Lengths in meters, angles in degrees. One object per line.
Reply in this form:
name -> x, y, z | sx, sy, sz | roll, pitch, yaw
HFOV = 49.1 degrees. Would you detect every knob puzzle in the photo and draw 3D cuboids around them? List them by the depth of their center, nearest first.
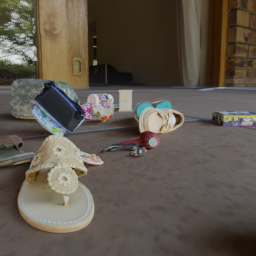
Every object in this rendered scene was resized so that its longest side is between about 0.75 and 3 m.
knob puzzle -> -0.877, 0.594, 5.960 | 0.870, 0.121, 0.870 | 21, 2, -1

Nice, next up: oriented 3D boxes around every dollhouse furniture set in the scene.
dollhouse furniture set -> -0.606, -1.556, 15.432 | 1.605, 1.109, 1.700 | -3, 11, -16

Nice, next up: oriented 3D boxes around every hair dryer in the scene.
hair dryer -> 0.192, 0.321, 7.284 | 1.257, 0.448, 1.650 | 5, 11, 28

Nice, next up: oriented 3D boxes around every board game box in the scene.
board game box -> 4.263, -0.374, 11.008 | 1.530, 0.434, 1.265 | 0, 13, -1

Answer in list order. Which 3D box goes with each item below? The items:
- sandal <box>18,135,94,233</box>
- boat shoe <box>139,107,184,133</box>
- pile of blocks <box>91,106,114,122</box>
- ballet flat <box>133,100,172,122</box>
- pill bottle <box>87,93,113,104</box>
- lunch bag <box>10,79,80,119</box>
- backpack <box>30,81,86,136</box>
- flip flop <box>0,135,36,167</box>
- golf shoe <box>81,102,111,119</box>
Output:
sandal -> -1.253, 0.557, 4.628 | 1.063, 0.954, 2.899 | -3, 11, -17
boat shoe -> 1.170, -0.273, 9.214 | 0.836, 0.891, 2.416 | 0, 8, 31
pile of blocks -> -1.025, -0.446, 10.957 | 0.663, 0.502, 1.616 | -35, -10, 14
ballet flat -> 0.800, -0.601, 11.380 | 0.906, 0.917, 2.693 | -13, -1, 38
pill bottle -> -1.587, -1.586, 16.302 | 0.853, 0.853, 1.466 | 8, 13, 38
lunch bag -> -3.604, -1.189, 12.250 | 2.449, 1.706, 2.054 | 2, -1, 15
backpack -> -2.159, -0.496, 8.586 | 1.515, 1.216, 1.655 | 43, -2, -10
flip flop -> -2.707, 0.424, 6.305 | 0.840, 0.596, 2.070 | -7, 13, -34
golf shoe -> -1.611, -0.739, 12.574 | 0.914, 0.752, 1.996 | -9, 0, 36
